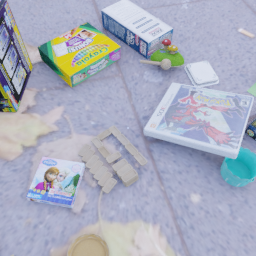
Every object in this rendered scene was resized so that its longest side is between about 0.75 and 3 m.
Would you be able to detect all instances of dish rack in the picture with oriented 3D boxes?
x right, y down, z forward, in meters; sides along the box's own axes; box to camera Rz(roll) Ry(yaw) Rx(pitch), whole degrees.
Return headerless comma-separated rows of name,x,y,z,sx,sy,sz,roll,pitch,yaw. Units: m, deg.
dish rack,2.771,-2.080,10.467,1.031,0.262,1.201,-12,57,-9

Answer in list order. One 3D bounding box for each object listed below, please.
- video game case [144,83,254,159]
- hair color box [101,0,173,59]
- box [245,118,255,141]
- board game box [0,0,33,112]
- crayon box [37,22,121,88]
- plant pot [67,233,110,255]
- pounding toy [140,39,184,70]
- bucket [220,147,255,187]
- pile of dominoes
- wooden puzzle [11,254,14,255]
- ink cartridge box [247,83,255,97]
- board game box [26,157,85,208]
video game case,2.248,-0.394,8.780,2.774,0.319,2.527,15,50,23
hair color box,0.327,-4.139,11.540,1.419,0.859,2.839,-36,62,-23
box,5.278,-0.145,8.938,2.589,0.488,1.768,-36,62,-22
board game box,-4.105,-2.264,9.021,0.799,2.816,2.328,1,54,2
crayon box,-1.833,-2.884,10.749,2.392,0.697,2.064,-37,63,-23
plant pot,-0.964,3.127,6.841,1.042,0.143,1.042,0,54,0
pounding toy,1.397,-2.767,10.278,1.289,0.775,1.669,24,35,29
bucket,3.154,1.125,7.932,1.040,0.677,1.040,0,55,0
pile of dominoes,-0.497,0.944,8.404,1.535,0.314,1.969,-31,53,-17
wooden puzzle,-2.643,3.574,6.557,0.704,0.083,1.187,-11,55,-8
ink cartridge box,5.092,-1.510,10.030,1.372,0.329,0.998,-37,63,-25
board game box,-2.004,1.506,7.909,1.291,0.266,1.288,8,55,6
